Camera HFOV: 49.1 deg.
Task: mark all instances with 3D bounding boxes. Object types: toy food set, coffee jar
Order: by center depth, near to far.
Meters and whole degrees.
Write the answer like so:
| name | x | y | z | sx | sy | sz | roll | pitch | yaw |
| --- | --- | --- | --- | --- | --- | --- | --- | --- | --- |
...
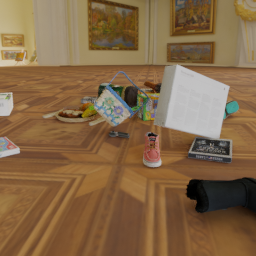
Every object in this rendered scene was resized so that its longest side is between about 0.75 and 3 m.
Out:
| name | x | y | z | sx | sy | sz | roll | pitch | yaw |
| --- | --- | --- | --- | --- | --- | --- | --- | --- | --- |
| toy food set | -2.334 | -0.770 | 12.811 | 2.934 | 0.589 | 2.026 | 8 | 18 | 26 |
| coffee jar | -0.504 | -1.774 | 15.192 | 2.267 | 1.182 | 0.967 | 12 | 19 | 33 |

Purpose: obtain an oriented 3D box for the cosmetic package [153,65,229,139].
| name | x | y | z | sx | sy | sz | roll | pitch | yaw |
| --- | --- | --- | --- | --- | --- | --- | --- | --- | --- |
| cosmetic package | 2.156 | -0.778 | 9.247 | 2.537 | 1.912 | 0.655 | 13 | 0 | -33 |

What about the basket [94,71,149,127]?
| name | x | y | z | sx | sy | sz | roll | pitch | yaw |
| --- | --- | --- | --- | --- | --- | --- | --- | --- | --- |
| basket | -0.294 | -1.023 | 10.710 | 1.817 | 1.602 | 1.264 | -49 | 5 | -11 |

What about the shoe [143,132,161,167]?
| name | x | y | z | sx | sy | sz | roll | pitch | yaw |
| --- | --- | --- | --- | --- | --- | --- | --- | --- | --- |
| shoe | 0.681 | 0.587 | 8.149 | 0.507 | 0.646 | 1.419 | 0 | 17 | 0 |

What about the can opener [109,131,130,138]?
| name | x | y | z | sx | sy | sz | roll | pitch | yaw |
| --- | --- | --- | --- | --- | --- | --- | --- | --- | --- |
| can opener | -0.314 | 0.261 | 10.145 | 0.775 | 0.204 | 0.257 | 6 | 53 | 24 |

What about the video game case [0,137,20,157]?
| name | x | y | z | sx | sy | sz | roll | pitch | yaw |
| --- | --- | --- | --- | --- | --- | --- | --- | --- | --- |
| video game case | -4.583 | 0.715 | 8.546 | 2.053 | 0.179 | 1.468 | -13 | 21 | -37 |

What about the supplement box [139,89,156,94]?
| name | x | y | z | sx | sy | sz | roll | pitch | yaw |
| --- | --- | --- | --- | --- | --- | --- | --- | --- | --- |
| supplement box | 1.041 | -1.486 | 14.770 | 0.874 | 0.846 | 2.542 | 1 | 16 | 1 |

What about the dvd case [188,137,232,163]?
| name | x | y | z | sx | sy | sz | roll | pitch | yaw |
| --- | --- | --- | --- | --- | --- | --- | --- | --- | --- |
| dvd case | 2.614 | 0.637 | 8.773 | 1.226 | 0.202 | 1.631 | 5 | 17 | 19 |

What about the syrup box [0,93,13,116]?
| name | x | y | z | sx | sy | sz | roll | pitch | yaw |
| --- | --- | --- | --- | --- | --- | --- | --- | --- | --- |
| syrup box | -6.231 | -1.204 | 13.883 | 0.799 | 0.827 | 2.030 | -4 | 18 | -16 |

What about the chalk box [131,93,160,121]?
| name | x | y | z | sx | sy | sz | roll | pitch | yaw |
| --- | --- | --- | --- | --- | --- | --- | --- | --- | --- |
| chalk box | 0.991 | -0.979 | 12.686 | 1.721 | 1.065 | 1.070 | -4 | 17 | -14 |

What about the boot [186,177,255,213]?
| name | x | y | z | sx | sy | sz | roll | pitch | yaw |
| --- | --- | --- | --- | --- | --- | --- | --- | --- | --- |
| boot | 2.102 | 1.410 | 5.212 | 1.558 | 0.708 | 1.855 | -1 | 9 | -16 |

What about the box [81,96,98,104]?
| name | x | y | z | sx | sy | sz | roll | pitch | yaw |
| --- | --- | --- | --- | --- | --- | --- | --- | --- | --- |
| box | -2.227 | -1.642 | 16.368 | 0.784 | 0.239 | 0.990 | 3 | 17 | 10 |

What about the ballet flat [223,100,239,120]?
| name | x | y | z | sx | sy | sz | roll | pitch | yaw |
| --- | --- | --- | --- | --- | --- | --- | --- | --- | --- |
| ballet flat | 4.107 | -0.744 | 12.695 | 2.526 | 0.860 | 0.849 | -9 | -3 | -43 |

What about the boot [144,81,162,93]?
| name | x | y | z | sx | sy | sz | roll | pitch | yaw |
| --- | --- | --- | --- | --- | --- | --- | --- | --- | --- |
| boot | 2.057 | -1.671 | 14.592 | 2.240 | 0.815 | 2.380 | 22 | 6 | -17 |
